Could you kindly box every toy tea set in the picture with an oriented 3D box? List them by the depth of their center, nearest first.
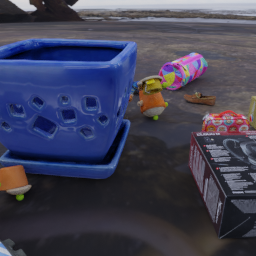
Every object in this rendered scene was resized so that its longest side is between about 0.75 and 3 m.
[{"bbox_3d":[-2.914,1.254,4.862,2.318,0.858,1.379,-8,-3,-10],"label":"toy tea set"},{"bbox_3d":[-0.072,-0.599,8.398,2.767,1.024,1.645,-15,-11,10],"label":"toy tea set"}]

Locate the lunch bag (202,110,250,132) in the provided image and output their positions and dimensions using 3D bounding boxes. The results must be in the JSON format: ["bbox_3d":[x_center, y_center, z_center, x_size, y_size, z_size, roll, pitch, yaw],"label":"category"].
[{"bbox_3d":[2.404,0.020,6.943,1.093,0.963,0.448,1,25,2],"label":"lunch bag"}]

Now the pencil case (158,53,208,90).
[{"bbox_3d":[2.425,-2.478,12.032,1.239,1.239,2.804,15,29,30],"label":"pencil case"}]

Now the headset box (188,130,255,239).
[{"bbox_3d":[2.225,0.837,5.258,1.763,0.915,2.370,-1,24,-2],"label":"headset box"}]

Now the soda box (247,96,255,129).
[{"bbox_3d":[4.836,-0.427,8.055,2.445,0.828,0.783,-1,25,-2],"label":"soda box"}]

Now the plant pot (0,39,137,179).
[{"bbox_3d":[-1.305,-0.499,6.200,2.823,2.538,2.822,3,26,7],"label":"plant pot"}]

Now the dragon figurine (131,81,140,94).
[{"bbox_3d":[0.301,-1.586,10.934,0.833,0.493,1.675,-5,25,-10],"label":"dragon figurine"}]

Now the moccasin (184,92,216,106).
[{"bbox_3d":[2.535,-1.077,9.915,1.116,0.431,0.408,15,29,29],"label":"moccasin"}]

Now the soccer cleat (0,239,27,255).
[{"bbox_3d":[-2.217,1.646,3.783,2.020,0.706,0.872,19,31,33],"label":"soccer cleat"}]
